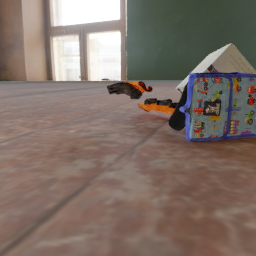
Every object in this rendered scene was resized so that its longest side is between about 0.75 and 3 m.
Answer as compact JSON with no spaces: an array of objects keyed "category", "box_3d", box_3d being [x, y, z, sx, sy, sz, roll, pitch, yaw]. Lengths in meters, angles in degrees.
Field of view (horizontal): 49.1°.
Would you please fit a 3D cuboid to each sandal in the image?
[{"category":"sandal","box_3d":[1.861,-0.763,8.334,0.708,1.886,0.425,38,12,33]}]

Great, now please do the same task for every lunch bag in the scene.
[{"category":"lunch bag","box_3d":[2.317,-0.598,7.402,2.251,1.695,1.059,-6,16,-24]}]

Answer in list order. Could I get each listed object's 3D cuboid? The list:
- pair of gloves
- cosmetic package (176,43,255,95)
[{"category":"pair of gloves","box_3d":[0.575,-1.055,10.322,2.597,0.321,2.314,24,-10,-32]},{"category":"cosmetic package","box_3d":[2.997,-1.511,9.524,1.894,1.561,1.562,-46,8,-7]}]
